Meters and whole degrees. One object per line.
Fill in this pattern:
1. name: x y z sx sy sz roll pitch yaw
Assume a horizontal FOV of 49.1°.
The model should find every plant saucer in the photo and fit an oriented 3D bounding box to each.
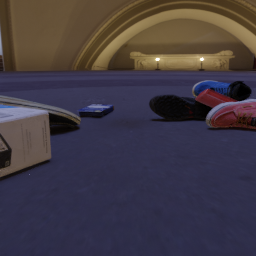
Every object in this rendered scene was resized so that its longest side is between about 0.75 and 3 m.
1. plant saucer: 2.998 -0.771 8.698 1.675 0.308 1.678 26 20 12

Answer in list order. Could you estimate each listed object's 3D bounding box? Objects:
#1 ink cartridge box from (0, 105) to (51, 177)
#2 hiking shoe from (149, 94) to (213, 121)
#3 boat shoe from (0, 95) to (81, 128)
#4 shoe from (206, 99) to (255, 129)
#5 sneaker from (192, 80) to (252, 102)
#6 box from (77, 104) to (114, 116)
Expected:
1. ink cartridge box: -2.592 0.256 4.428 1.586 0.915 2.186 9 16 32
2. hiking shoe: 1.600 -0.601 8.626 2.039 0.772 1.026 7 4 -8
3. boat shoe: -2.366 -0.224 6.668 2.723 0.848 1.016 8 4 -45
4. shoe: 2.958 -0.288 7.241 1.773 0.633 0.806 -14 30 -19
5. sneaker: 4.052 -1.590 11.949 2.365 0.908 1.316 5 5 -8
6. box: -1.058 -0.579 9.284 0.827 0.221 1.365 3 13 15
